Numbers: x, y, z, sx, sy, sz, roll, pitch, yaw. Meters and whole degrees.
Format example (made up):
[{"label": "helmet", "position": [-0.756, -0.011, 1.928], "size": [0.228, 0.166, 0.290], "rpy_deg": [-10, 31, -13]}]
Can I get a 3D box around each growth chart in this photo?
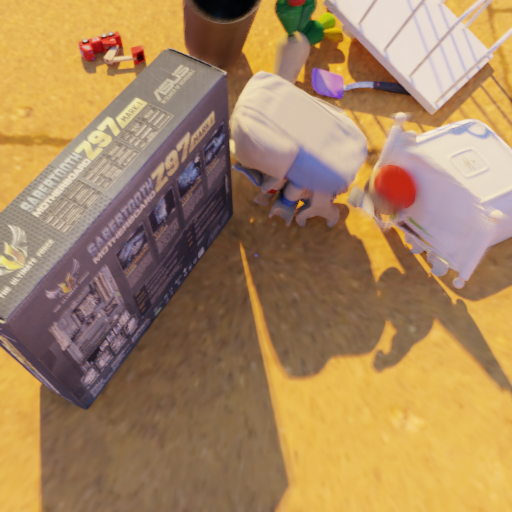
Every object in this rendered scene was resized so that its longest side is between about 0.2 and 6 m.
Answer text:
[{"label": "growth chart", "position": [2.470, -0.731, 8.115], "size": [0.203, 1.655, 2.286], "rpy_deg": [-23, 62, -28]}]

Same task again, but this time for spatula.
[{"label": "spatula", "position": [1.997, -3.126, 10.336], "size": [1.964, 0.202, 0.555], "rpy_deg": [4, 69, 1]}]

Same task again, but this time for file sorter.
[{"label": "file sorter", "position": [3.063, -4.427, 9.717], "size": [2.850, 1.775, 1.978], "rpy_deg": [46, 67, 2]}]

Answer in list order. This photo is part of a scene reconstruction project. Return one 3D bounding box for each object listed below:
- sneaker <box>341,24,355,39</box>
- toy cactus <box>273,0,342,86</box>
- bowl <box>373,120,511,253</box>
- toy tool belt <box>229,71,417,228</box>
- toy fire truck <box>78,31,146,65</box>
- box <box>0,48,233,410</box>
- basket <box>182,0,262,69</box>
[{"label": "sneaker", "position": [2.002, -5.052, 11.147], "size": [0.852, 0.768, 2.079], "rpy_deg": [30, 53, 7]}, {"label": "toy cactus", "position": [0.917, -4.209, 10.139], "size": [1.380, 2.699, 2.227], "rpy_deg": [18, 100, 12]}, {"label": "bowl", "position": [3.240, -1.232, 8.890], "size": [2.210, 0.826, 2.213], "rpy_deg": [-21, 60, -13]}, {"label": "toy tool belt", "position": [0.785, -1.308, 8.498], "size": [2.909, 1.788, 1.816], "rpy_deg": [31, 62, -6]}, {"label": "toy fire truck", "position": [-2.781, -3.937, 10.784], "size": [1.132, 0.276, 0.798], "rpy_deg": [-20, 62, -12]}, {"label": "box", "position": [-1.649, -0.235, 7.029], "size": [0.963, 2.976, 3.774], "rpy_deg": [27, 64, 13]}, {"label": "basket", "position": [-0.655, -4.332, 9.830], "size": [1.394, 2.049, 1.848], "rpy_deg": [7, 80, -8]}]
